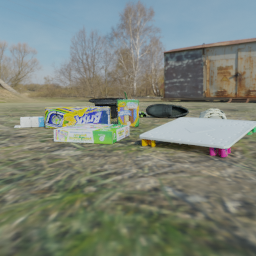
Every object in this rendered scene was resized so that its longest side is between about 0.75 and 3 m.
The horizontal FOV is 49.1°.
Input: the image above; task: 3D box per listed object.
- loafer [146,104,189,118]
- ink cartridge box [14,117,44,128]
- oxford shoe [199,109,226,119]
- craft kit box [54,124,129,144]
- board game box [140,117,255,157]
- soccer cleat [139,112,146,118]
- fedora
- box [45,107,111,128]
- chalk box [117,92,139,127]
[{"bbox_3d":[2.255,-1.000,15.950,2.463,0.836,0.865,2,-3,-13],"label":"loafer"},{"bbox_3d":[-4.090,-0.252,11.618,1.156,0.386,0.670,-2,7,-19],"label":"ink cartridge box"},{"bbox_3d":[2.723,-0.168,8.991,1.123,0.862,2.987,5,10,15],"label":"oxford shoe"},{"bbox_3d":[-1.016,0.141,8.374,1.751,0.425,1.730,1,9,15],"label":"craft kit box"},{"bbox_3d":[1.866,0.147,7.287,2.302,0.298,2.302,6,17,39],"label":"board game box"},{"bbox_3d":[0.610,-0.762,16.176,1.112,0.376,0.451,-8,27,-42],"label":"soccer cleat"},{"bbox_3d":[-1.153,-1.123,15.882,2.412,1.101,2.412,0,8,0],"label":"fedora"},{"bbox_3d":[-2.037,-0.458,11.449,2.584,0.831,0.905,-2,6,-14],"label":"box"},{"bbox_3d":[-0.022,-0.789,11.670,0.887,1.432,0.894,-1,7,-5],"label":"chalk box"}]
